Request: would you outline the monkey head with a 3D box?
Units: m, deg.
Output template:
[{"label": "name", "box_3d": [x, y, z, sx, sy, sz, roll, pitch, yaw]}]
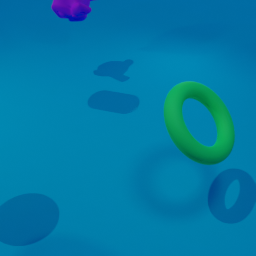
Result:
[{"label": "monkey head", "box_3d": [-1.630, -4.003, 8.660, 1.981, 1.194, 1.425, 4, 7, -41]}]

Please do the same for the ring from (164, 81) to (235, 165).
[{"label": "ring", "box_3d": [1.267, -0.110, 4.875, 1.539, 0.308, 1.539, 14, 63, -28]}]
